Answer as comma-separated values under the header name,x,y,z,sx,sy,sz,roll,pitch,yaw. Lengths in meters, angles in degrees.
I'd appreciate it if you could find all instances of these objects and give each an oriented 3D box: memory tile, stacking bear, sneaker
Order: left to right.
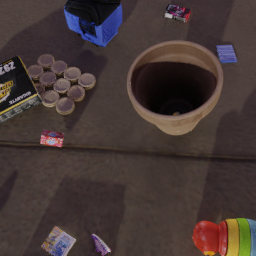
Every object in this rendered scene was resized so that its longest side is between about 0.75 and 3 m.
name,x,y,z,sx,sy,sz,roll,pitch,yaw
memory tile,-3.082,-1.895,11.836,2.951,0.248,2.262,27,64,14
sneaker,-0.906,3.656,8.732,0.762,0.306,0.337,41,76,19
stacking bear,3.167,3.380,8.369,2.407,1.462,1.369,4,56,10

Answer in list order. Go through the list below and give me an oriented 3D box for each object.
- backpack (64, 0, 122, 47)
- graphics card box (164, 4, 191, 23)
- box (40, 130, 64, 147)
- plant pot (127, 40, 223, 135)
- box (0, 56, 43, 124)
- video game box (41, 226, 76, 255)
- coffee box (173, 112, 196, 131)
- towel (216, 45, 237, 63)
name,x,y,z,sx,sy,sz,roll,pitch,yaw
backpack,-1.655,-4.815,12.485,2.271,1.906,1.845,29,61,15
graphics card box,2.446,-5.701,13.924,1.193,0.303,0.748,19,63,12
box,-2.770,0.383,10.253,0.778,0.388,0.371,11,33,-11
plant pot,1.557,-0.952,9.138,2.827,2.465,2.827,-6,62,11
box,-5.128,-1.351,11.116,2.820,0.696,2.252,-29,65,-8
video game box,-2.178,3.628,8.800,0.807,0.189,0.735,27,62,14
coffee box,2.050,-0.460,10.758,1.303,0.745,0.519,23,63,11
towel,4.485,-3.383,12.736,0.767,0.126,1.060,-3,61,-2
